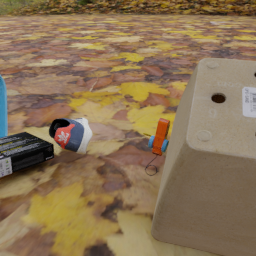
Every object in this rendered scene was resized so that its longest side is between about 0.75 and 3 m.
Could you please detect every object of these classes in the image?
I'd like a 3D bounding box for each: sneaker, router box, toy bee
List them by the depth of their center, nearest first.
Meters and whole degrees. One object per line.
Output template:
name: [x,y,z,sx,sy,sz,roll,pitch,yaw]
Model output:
toy bee: [0.627,0.325,5.890,0.750,1.146,0.623,38,16,11]
router box: [-2.600,0.555,6.095,1.175,0.402,1.575,17,23,37]
sneaker: [-1.351,0.038,6.275,0.804,0.713,1.903,19,1,-18]

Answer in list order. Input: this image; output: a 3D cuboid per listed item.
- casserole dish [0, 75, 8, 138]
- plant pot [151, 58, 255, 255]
casserole dish: [-3.537,-0.397,6.607,0.454,2.340,1.417,-6,-7,21]
plant pot: [1.683,0.354,4.110,2.409,2.133,2.406,8,52,15]
